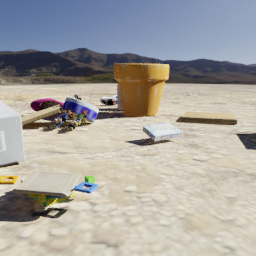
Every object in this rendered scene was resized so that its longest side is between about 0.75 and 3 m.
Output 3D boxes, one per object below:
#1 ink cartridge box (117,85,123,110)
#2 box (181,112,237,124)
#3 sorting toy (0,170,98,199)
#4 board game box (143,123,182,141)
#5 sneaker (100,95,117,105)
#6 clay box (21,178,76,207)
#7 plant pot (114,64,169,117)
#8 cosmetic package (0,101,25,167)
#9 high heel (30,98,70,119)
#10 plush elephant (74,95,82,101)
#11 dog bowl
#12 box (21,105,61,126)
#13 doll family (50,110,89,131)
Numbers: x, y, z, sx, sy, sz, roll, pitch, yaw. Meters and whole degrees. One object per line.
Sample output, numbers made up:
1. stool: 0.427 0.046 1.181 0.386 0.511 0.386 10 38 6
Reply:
1. ink cartridge box: 0.486 -1.839 16.307 2.100 1.518 0.884 3 12 16
2. box: 3.747 -0.488 12.871 2.323 0.247 1.899 3 11 18
3. sorting toy: -1.320 0.968 4.704 1.678 0.229 0.945 4 10 4
4. board game box: 1.097 0.114 8.992 1.055 0.181 0.709 -7 30 -30
5. sneaker: -0.970 -1.719 18.374 1.620 0.651 0.700 -13 30 -27
6. clay box: -1.421 1.104 5.094 1.053 0.251 0.605 13 19 43
7. plant pot: 0.653 -1.961 14.331 2.775 2.540 2.775 1 12 0
8. cosmetic package: -3.956 -0.023 7.325 1.582 1.336 2.963 -12 20 -34
9. high heel: -3.679 -0.983 13.388 2.752 0.928 1.323 6 2 14
10. plush elephant: -2.781 -1.105 14.720 0.809 1.044 0.860 -22 -3 3
11. dog bowl: -2.021 -0.752 11.845 1.477 0.582 1.477 20 -7 3
12. box: -3.752 -0.485 11.493 2.014 0.214 1.646 -21 15 -9
13. doll family: -2.241 -0.360 10.887 1.755 0.689 1.015 10 41 24
